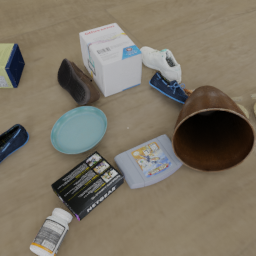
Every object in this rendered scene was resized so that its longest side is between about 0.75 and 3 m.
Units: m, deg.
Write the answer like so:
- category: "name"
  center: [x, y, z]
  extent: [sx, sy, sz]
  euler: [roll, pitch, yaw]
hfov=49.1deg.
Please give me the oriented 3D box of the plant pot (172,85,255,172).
- category: "plant pot"
  center: [2.641, -0.279, 9.147]
  extent: [2.360, 2.360, 2.525]
  euler: [7, 36, 5]

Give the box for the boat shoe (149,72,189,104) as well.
- category: "boat shoe"
  center: [1.649, -1.564, 10.753]
  extent: [1.934, 0.664, 0.814]
  euler: [34, 18, 22]

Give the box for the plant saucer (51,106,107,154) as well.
- category: "plant saucer"
  center: [-1.661, 0.089, 9.657]
  extent: [2.034, 0.279, 2.034]
  euler: [-8, 52, 10]

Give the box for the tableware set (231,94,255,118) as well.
- category: "tableware set"
  center: [4.477, -0.509, 10.277]
  extent: [2.158, 0.432, 1.427]
  euler: [-8, 64, 1]

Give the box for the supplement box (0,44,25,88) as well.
- category: "supplement box"
  center: [-5.296, -2.536, 11.428]
  extent: [1.592, 1.070, 1.593]
  euler: [-1, 52, -1]

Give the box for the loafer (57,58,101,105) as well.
- category: "loafer"
  center: [-1.969, -1.766, 11.081]
  extent: [0.959, 0.987, 2.703]
  euler: [6, 38, -45]

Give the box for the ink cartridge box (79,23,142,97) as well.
- category: "ink cartridge box"
  center: [-0.704, -2.772, 11.238]
  extent: [1.658, 1.650, 2.260]
  euler: [-22, 55, -16]

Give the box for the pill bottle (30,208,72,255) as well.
- category: "pill bottle"
  center: [-2.016, 2.809, 7.494]
  extent: [0.689, 0.689, 1.184]
  euler: [17, 53, 13]

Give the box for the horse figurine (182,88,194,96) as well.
- category: "horse figurine"
  center: [2.639, -1.386, 11.033]
  extent: [0.913, 0.228, 0.605]
  euler: [-7, 35, 5]

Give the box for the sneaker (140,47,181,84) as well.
- category: "sneaker"
  center: [1.392, -2.922, 11.712]
  extent: [0.940, 1.105, 2.497]
  euler: [-31, 58, -20]

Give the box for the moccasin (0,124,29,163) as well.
- category: "moccasin"
  center: [-4.414, 0.662, 9.079]
  extent: [0.971, 0.823, 2.412]
  euler: [30, 58, 21]

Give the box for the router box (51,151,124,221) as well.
- category: "router box"
  center: [-1.205, 1.694, 8.504]
  extent: [1.780, 0.455, 1.328]
  euler: [-37, 60, -25]

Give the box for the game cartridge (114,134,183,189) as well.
- category: "game cartridge"
  center: [0.747, 1.089, 9.042]
  extent: [2.025, 0.421, 1.348]
  euler: [-23, 52, -18]
